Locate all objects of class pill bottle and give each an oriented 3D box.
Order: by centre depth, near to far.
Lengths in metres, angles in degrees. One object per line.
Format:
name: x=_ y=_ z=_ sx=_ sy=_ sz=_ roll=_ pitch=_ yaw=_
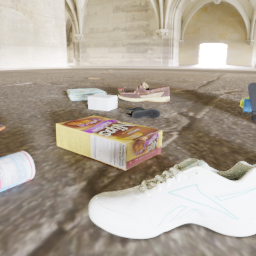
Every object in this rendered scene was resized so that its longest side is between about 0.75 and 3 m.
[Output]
pill bottle: x=-2.637 y=0.958 z=5.817 sx=0.676 sy=0.676 sz=1.244 roll=12 pitch=20 yaw=36

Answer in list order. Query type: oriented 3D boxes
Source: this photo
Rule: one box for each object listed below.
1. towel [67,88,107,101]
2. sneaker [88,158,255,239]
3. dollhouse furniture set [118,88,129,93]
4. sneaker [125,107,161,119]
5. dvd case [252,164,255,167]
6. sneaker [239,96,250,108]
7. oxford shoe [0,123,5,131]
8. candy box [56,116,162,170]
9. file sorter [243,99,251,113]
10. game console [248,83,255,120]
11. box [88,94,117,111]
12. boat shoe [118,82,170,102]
towel: x=-2.552 y=-2.086 z=16.956 sx=2.184 sy=0.526 sz=1.870 roll=-5 pitch=17 yaw=-17
sneaker: x=0.793 y=1.059 z=4.620 sx=2.903 sy=1.163 sz=1.021 roll=-2 pitch=17 yaw=-3
dollhouse furniture set: x=-0.182 y=-2.137 z=17.144 sx=0.969 sy=0.522 sz=0.394 roll=14 pitch=21 yaw=42
sneaker: x=0.631 y=-0.695 z=12.133 sx=1.468 sy=0.441 sz=0.766 roll=-5 pitch=20 yaw=-3
dvd case: x=3.473 y=0.976 z=5.795 sx=1.788 sy=0.221 sz=1.344 roll=-18 pitch=26 yaw=-18
sneaker: x=6.213 y=-1.178 z=13.625 sx=1.512 sy=0.591 sz=0.683 roll=0 pitch=18 yaw=0
oxford shoe: x=-5.222 y=-0.113 z=9.655 sx=1.815 sy=0.658 sz=0.646 roll=-3 pitch=16 yaw=-11
candy box: x=-0.586 y=0.294 z=8.033 sx=2.736 sy=0.773 sz=1.596 roll=14 pitch=20 yaw=37
file sorter: x=5.899 y=-1.025 z=13.021 sx=0.858 sy=0.596 sz=0.527 roll=-1 pitch=15 yaw=-4
game console: x=6.409 y=-0.989 z=11.298 sx=2.484 sy=1.470 sz=2.120 roll=-1 pitch=15 yaw=-3
box: x=-1.247 y=-1.271 z=13.840 sx=1.181 sy=0.628 sz=0.899 roll=8 pitch=18 yaw=27
boat shoe: x=0.888 y=-2.059 z=15.827 sx=2.971 sy=1.069 sz=1.072 roll=5 pitch=16 yaw=16
